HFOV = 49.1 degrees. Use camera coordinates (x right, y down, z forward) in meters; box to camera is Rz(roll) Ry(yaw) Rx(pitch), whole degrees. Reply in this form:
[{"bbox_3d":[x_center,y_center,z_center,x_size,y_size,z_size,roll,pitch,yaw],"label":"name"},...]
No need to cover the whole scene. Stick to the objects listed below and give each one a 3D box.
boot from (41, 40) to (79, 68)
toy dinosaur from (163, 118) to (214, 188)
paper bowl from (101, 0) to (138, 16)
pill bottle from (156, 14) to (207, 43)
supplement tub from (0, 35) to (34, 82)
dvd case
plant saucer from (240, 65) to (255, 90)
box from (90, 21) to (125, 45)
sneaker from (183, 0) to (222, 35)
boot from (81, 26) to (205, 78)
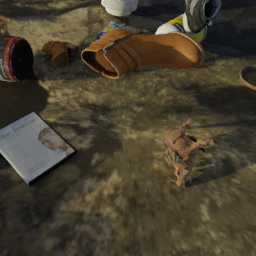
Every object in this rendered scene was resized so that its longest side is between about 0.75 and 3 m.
[{"bbox_3d":[-2.770,-2.875,10.578,1.264,0.624,1.628,18,47,15],"label":"boot"},{"bbox_3d":[1.337,0.482,7.323,1.278,0.809,1.885,-21,44,-10],"label":"toy dinosaur"},{"bbox_3d":[-0.404,-5.850,13.140,1.683,0.876,1.683,7,39,-6],"label":"paper bowl"},{"bbox_3d":[1.865,-3.471,10.703,1.288,1.288,2.299,35,56,29],"label":"pill bottle"},{"bbox_3d":[-4.868,-2.479,9.584,2.877,1.538,1.538,9,47,9],"label":"supplement tub"},{"bbox_3d":[-2.612,0.449,7.640,2.103,0.184,1.500,38,57,27],"label":"dvd case"},{"bbox_3d":[4.626,-1.729,9.786,1.426,0.210,1.426,-1,46,1],"label":"plant saucer"},{"bbox_3d":[-0.773,-3.451,11.081,0.642,0.699,1.996,17,49,15],"label":"box"},{"bbox_3d":[1.969,-3.586,7.563,0.721,1.910,1.087,-10,8,-23],"label":"sneaker"},{"bbox_3d":[0.395,-1.907,7.611,2.891,1.065,2.236,21,41,25],"label":"boot"}]
